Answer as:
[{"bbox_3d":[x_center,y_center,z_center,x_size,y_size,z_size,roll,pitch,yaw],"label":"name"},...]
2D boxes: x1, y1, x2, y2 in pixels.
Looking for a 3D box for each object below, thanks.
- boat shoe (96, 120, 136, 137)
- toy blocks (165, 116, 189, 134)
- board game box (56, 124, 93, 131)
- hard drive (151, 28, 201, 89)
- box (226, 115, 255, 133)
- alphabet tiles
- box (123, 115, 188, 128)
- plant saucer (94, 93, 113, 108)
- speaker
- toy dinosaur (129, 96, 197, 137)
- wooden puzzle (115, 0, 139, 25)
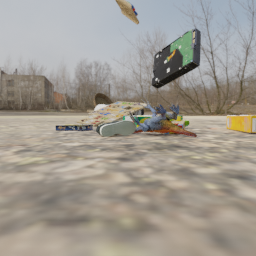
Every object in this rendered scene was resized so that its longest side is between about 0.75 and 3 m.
[{"bbox_3d":[-0.293,-0.007,7.109,1.091,0.412,0.329,-1,10,-36],"label":"boat shoe"},{"bbox_3d":[1.186,-0.022,7.780,0.956,0.478,0.654,0,14,19],"label":"toy blocks"},{"bbox_3d":[-1.778,-0.021,9.367,1.065,0.184,0.721,0,3,8],"label":"board game box"},{"bbox_3d":[2.199,-3.169,13.025,0.517,1.909,2.732,20,-27,-29],"label":"hard drive"},{"bbox_3d":[4.195,-0.154,8.814,1.619,0.564,2.719,0,1,5],"label":"box"},{"bbox_3d":[-0.795,-0.709,13.016,2.943,0.111,2.460,-26,23,-35],"label":"alphabet tiles"},{"bbox_3d":[1.027,-0.227,10.304,2.151,0.520,1.262,0,3,-25],"label":"box"},{"bbox_3d":[-2.178,-2.018,26.125,0.414,2.809,2.809,-33,-15,29],"label":"plant saucer"},{"bbox_3d":[-0.523,-0.746,14.760,2.615,1.062,1.062,2,4,36],"label":"speaker"},{"bbox_3d":[0.564,-0.030,7.258,0.967,1.841,1.671,-19,-21,-34],"label":"toy dinosaur"},{"bbox_3d":[-0.017,-3.054,7.119,0.698,0.174,0.754,43,1,21],"label":"wooden puzzle"}]
